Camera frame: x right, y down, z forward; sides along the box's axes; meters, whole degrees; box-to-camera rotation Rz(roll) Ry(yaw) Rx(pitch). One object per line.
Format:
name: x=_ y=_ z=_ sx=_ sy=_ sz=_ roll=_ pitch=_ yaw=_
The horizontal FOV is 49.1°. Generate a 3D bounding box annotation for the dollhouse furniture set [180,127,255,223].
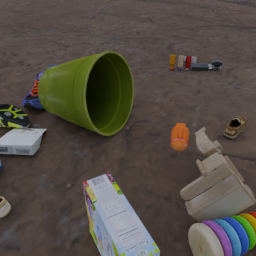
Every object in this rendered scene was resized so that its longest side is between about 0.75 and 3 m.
dollhouse furniture set: x=1.761 y=0.918 z=6.877 sx=1.269 sy=2.217 sz=2.600 roll=-37 pitch=32 yaw=15

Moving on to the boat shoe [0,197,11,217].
boat shoe: x=-3.505 y=1.811 z=6.539 sx=1.415 sy=0.490 sz=0.522 roll=-4 pitch=36 yaw=-6

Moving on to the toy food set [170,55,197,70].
toy food set: x=2.731 y=-3.123 z=13.543 sx=1.558 sy=0.701 sz=0.744 roll=-7 pitch=18 yaw=-41

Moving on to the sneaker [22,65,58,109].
sneaker: x=-3.315 y=-1.618 z=10.864 sx=1.023 sy=1.065 sz=2.716 roll=4 pitch=36 yaw=8

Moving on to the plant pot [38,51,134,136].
plant pot: x=-1.537 y=-1.183 z=9.349 sx=2.510 sy=2.607 sz=2.607 roll=8 pitch=34 yaw=32

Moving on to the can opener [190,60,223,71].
can opener: x=3.708 y=-2.987 z=13.335 sx=1.516 sy=0.504 sz=0.399 roll=-3 pitch=36 yaw=4

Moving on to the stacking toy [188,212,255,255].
stacking toy: x=2.381 y=2.133 z=5.817 sx=2.173 sy=0.928 sz=0.928 roll=-12 pitch=37 yaw=-22

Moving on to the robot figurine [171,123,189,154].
robot figurine: x=1.337 y=0.260 z=7.211 sx=0.449 sy=0.554 sz=0.770 roll=23 pitch=59 yaw=-22

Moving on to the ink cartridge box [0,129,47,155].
ink cartridge box: x=-3.314 y=0.395 z=8.801 sx=1.174 sy=0.347 sz=1.467 roll=1 pitch=19 yaw=2

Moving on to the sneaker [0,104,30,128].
sneaker: x=-4.356 y=-0.358 z=9.445 sx=2.074 sy=0.792 sz=0.782 roll=17 pitch=32 yaw=-7

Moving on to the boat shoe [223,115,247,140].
boat shoe: x=3.608 y=-0.119 z=9.249 sx=0.505 sy=0.493 sz=1.334 roll=23 pitch=41 yaw=29

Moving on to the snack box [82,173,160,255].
snack box: x=-0.182 y=2.065 z=5.213 sx=0.646 sy=1.609 sz=1.907 roll=-19 pitch=39 yaw=-22

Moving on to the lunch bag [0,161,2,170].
lunch bag: x=-4.236 y=1.120 z=7.408 sx=1.448 sy=0.597 sz=1.164 roll=1 pitch=34 yaw=0
